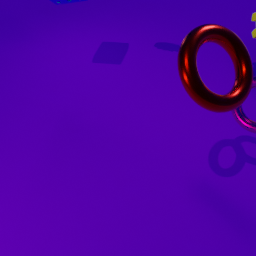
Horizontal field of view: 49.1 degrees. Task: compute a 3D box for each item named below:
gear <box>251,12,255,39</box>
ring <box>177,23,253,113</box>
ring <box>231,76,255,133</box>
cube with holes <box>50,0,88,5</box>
[{"bbox_3d":[3.924,-2.885,6.972,0.363,1.962,1.962,1,46,-17],"label":"gear"},{"bbox_3d":[1.199,-0.808,3.775,1.222,0.244,1.222,3,82,-24],"label":"ring"},{"bbox_3d":[2.445,-0.424,5.232,0.221,1.103,1.103,-18,48,-41],"label":"ring"},{"bbox_3d":[-1.825,-4.201,7.774,1.056,1.056,1.056,0,4,18],"label":"cube with holes"}]
